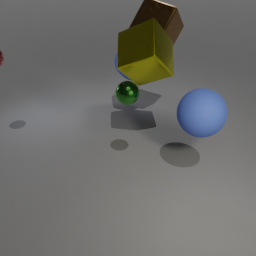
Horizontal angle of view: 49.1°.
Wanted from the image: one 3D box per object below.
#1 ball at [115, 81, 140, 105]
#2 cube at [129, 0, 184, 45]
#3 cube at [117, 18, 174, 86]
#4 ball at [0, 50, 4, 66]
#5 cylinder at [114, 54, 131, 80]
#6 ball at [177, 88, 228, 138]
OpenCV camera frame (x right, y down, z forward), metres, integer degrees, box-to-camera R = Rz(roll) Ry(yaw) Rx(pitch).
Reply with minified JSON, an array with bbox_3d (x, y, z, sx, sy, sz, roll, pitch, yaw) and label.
[{"bbox_3d":[-0.014,-1.013,8.084,0.700,0.700,0.700,0,29,0],"label":"ball"},{"bbox_3d":[1.122,-3.894,10.859,1.400,1.400,1.400,30,3,23],"label":"cube"},{"bbox_3d":[0.594,-2.443,9.282,1.400,1.400,1.400,-11,-23,31],"label":"cube"},{"bbox_3d":[-4.291,-2.232,8.812,0.700,0.700,0.700,0,29,0],"label":"ball"},{"bbox_3d":[0.169,-2.797,11.952,1.400,1.400,1.400,-4,16,-6],"label":"cylinder"},{"bbox_3d":[2.095,-0.428,7.982,1.400,1.400,1.400,0,29,0],"label":"ball"}]
